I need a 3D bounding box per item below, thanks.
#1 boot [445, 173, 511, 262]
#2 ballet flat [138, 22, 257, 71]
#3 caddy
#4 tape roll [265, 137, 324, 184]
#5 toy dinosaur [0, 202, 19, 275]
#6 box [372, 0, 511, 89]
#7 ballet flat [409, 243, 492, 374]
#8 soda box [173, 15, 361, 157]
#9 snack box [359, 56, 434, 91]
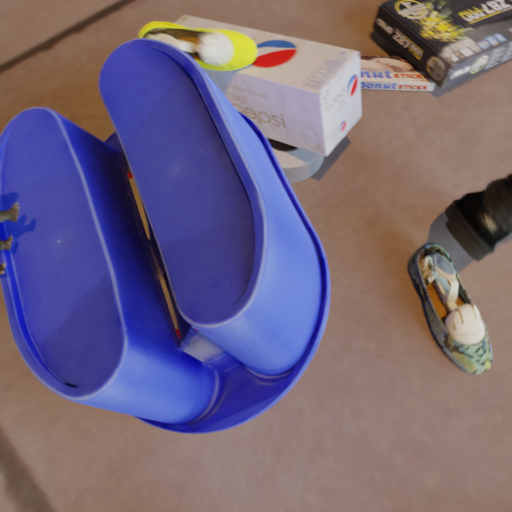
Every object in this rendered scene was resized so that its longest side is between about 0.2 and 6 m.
[{"bbox_3d":[3.591,-0.824,7.721,0.888,2.360,1.764,47,113,3],"label":"boot"},{"bbox_3d":[-0.882,-3.042,8.154,1.749,0.584,0.586,11,23,4],"label":"ballet flat"},{"bbox_3d":[-1.244,-0.225,7.559,3.634,2.698,5.141,-29,64,11],"label":"caddy"},{"bbox_3d":[0.490,-1.936,9.641,1.405,0.464,1.405,0,62,0],"label":"tape roll"},{"bbox_3d":[-3.288,-0.296,6.395,0.953,0.717,1.863,14,98,-21],"label":"toy dinosaur"},{"bbox_3d":[3.853,-4.387,10.758,2.541,0.624,2.048,-26,65,-21],"label":"box"},{"bbox_3d":[2.817,0.697,8.103,0.758,0.758,2.042,-18,63,-10],"label":"ballet flat"},{"bbox_3d":[-0.109,-2.883,9.231,3.579,1.219,1.139,25,61,29],"label":"soda box"},{"bbox_3d":[2.332,-3.456,10.580,1.949,0.237,0.701,2,60,0],"label":"snack box"}]
